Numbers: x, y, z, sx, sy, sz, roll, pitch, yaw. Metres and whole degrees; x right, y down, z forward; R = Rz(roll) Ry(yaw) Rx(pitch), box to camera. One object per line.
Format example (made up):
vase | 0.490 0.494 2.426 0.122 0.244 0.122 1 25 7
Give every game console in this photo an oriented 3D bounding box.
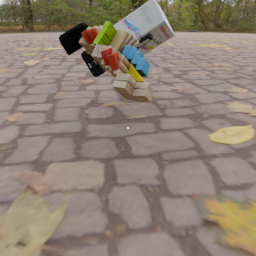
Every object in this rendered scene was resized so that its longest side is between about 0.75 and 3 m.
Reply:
game console | -1.344 -2.376 8.915 1.012 1.715 0.207 -28 29 6

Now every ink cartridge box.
ink cartridge box | 0.342 -3.243 9.855 2.253 0.933 1.642 -28 -9 19

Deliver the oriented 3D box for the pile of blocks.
pile of blocks | -0.276 -1.827 6.683 2.930 1.203 0.911 53 8 33
